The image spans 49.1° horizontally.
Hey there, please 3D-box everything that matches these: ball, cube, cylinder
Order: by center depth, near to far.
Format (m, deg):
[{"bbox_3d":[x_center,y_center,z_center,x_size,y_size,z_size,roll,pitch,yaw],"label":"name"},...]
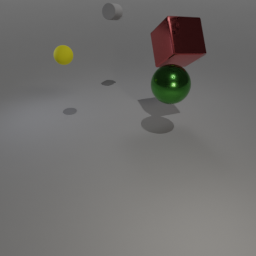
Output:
[{"bbox_3d":[1.497,-1.533,9.828,1.400,1.400,1.400,0,29,0],"label":"ball"},{"bbox_3d":[-2.352,-2.658,10.213,0.700,0.700,0.700,0,29,0],"label":"ball"},{"bbox_3d":[1.835,-3.152,10.406,1.400,1.400,1.400,-6,-5,-22],"label":"cube"},{"bbox_3d":[-0.693,-5.208,12.551,0.700,0.700,0.700,14,23,23],"label":"cylinder"}]
